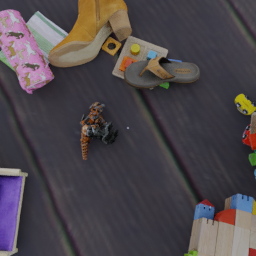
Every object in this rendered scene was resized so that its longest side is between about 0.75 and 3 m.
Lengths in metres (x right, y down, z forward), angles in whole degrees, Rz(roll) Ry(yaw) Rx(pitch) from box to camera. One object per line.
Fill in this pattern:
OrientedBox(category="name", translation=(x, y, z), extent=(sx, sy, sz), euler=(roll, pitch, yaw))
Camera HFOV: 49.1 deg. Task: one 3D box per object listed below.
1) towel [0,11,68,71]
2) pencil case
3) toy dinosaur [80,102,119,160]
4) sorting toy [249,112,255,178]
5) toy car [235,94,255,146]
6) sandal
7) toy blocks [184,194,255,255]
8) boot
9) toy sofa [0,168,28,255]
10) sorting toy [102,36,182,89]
OrientedBox(category="towel", translation=(-2.760, -2.399, 8.194), extent=(1.384, 0.285, 1.855), euler=(38, 80, 9))
OrientedBox(category="pencil case", translation=(-2.848, -2.020, 7.526), extent=(0.912, 0.873, 2.109), euler=(-25, 100, 21))
OrientedBox(category="toy dinosaur", translation=(-0.864, 0.082, 7.541), extent=(1.042, 0.784, 1.535), euler=(13, 96, 18))
OrientedBox(category="sorting toy", translation=(2.995, 0.693, 6.269), extent=(0.405, 2.976, 1.676), euler=(-15, 58, 13))
OrientedBox(category="toy car", translation=(3.675, -0.249, 7.691), extent=(1.382, 0.328, 1.469), euler=(-6, 78, -2))
OrientedBox(category="sandal", translation=(0.964, -1.566, 7.608), extent=(2.175, 0.594, 0.889), euler=(-1, 64, -7))
OrientedBox(category="toy blocks", translation=(2.730, 2.566, 6.660), extent=(2.981, 1.490, 2.038), euler=(15, 66, 2))
OrientedBox(category="boot", translation=(-1.255, -2.991, 8.137), extent=(2.610, 0.918, 1.868), euler=(-23, 65, 5))
OrientedBox(category="toy sofa", translation=(-3.149, 2.045, 6.826), extent=(0.869, 1.024, 2.099), euler=(3, 77, 1))
OrientedBox(category="sorting toy", translation=(0.351, -1.942, 8.056), extent=(2.435, 0.332, 1.371), euler=(22, 78, 5))
